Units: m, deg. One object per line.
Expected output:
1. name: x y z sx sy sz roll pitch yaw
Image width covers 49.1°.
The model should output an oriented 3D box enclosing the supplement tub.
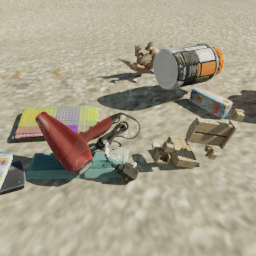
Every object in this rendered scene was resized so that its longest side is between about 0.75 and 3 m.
1. supplement tub: 1.853 -1.892 8.451 1.969 1.206 1.206 -16 36 -29

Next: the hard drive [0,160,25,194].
1. hard drive: -2.410 1.012 5.774 0.551 0.173 0.816 -14 35 -20

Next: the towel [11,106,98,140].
1. towel: -1.891 -0.170 7.564 2.174 0.248 1.561 -2 32 -5

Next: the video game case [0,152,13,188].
1. video game case: -2.879 0.922 4.949 1.239 0.154 1.731 5 27 -11

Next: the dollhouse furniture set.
1. dollhouse furniture set: 1.348 0.006 5.866 1.343 1.574 0.769 9 37 -18

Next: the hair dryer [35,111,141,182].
1. hair dryer: -0.859 0.239 6.043 2.341 0.636 1.783 18 42 -16

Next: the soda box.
1. soda box: 2.454 -0.772 8.296 0.454 0.422 1.328 -14 34 -32

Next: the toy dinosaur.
1. toy dinosaur: 0.773 -2.427 10.302 2.139 0.918 1.450 -15 -10 6

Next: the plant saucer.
1. plant saucer: -1.088 0.778 6.132 2.168 0.206 0.758 -2 32 -1
